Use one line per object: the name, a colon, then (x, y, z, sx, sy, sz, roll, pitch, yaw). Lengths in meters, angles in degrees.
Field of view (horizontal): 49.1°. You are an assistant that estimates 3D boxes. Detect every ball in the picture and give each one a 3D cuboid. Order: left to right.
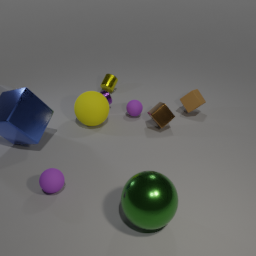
ball: (-2.156, 1.491, 7.943, 0.700, 0.700, 0.700, 0, 30, 0)
ball: (-1.447, -0.779, 11.217, 1.400, 1.400, 1.400, 0, 30, 0)
ball: (0.279, -0.855, 11.932, 0.700, 0.700, 0.700, 0, 30, 0)
ball: (0.525, 1.750, 6.855, 1.400, 1.400, 1.400, 0, 30, 0)

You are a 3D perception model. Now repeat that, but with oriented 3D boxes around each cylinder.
cylinder: (-1.182, -1.218, 12.448, 0.700, 0.700, 0.700, -35, 44, -29)
cylinder: (-0.956, -2.282, 14.227, 0.700, 0.700, 0.700, 16, 71, 25)

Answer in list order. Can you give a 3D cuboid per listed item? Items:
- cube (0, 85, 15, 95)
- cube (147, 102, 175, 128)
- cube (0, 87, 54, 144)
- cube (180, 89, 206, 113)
cube: (-5.320, -1.442, 12.376, 0.700, 0.700, 0.700, 27, 12, 24)
cube: (1.288, -0.515, 10.936, 0.700, 0.700, 0.700, -40, 14, 0)
cube: (-3.743, -0.371, 9.697, 1.400, 1.400, 1.400, -3, 55, 34)
cube: (2.772, -1.168, 11.964, 0.700, 0.700, 0.700, 58, 33, 6)
